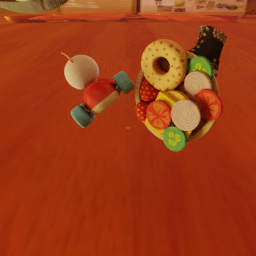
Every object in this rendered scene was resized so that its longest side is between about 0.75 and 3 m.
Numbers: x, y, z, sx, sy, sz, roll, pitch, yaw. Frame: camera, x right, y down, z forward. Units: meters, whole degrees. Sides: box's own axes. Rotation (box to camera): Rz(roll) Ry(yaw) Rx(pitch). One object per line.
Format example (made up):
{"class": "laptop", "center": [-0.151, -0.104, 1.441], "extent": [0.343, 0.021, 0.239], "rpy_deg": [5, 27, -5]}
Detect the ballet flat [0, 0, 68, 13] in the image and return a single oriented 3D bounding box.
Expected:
{"class": "ballet flat", "center": [-2.622, -2.975, 5.862], "extent": [2.870, 0.967, 0.914], "rpy_deg": [5, 11, 8]}

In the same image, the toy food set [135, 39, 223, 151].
{"class": "toy food set", "center": [0.649, -0.432, 4.018], "extent": [1.412, 1.426, 0.347], "rpy_deg": [40, 34, 24]}

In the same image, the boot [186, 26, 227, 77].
{"class": "boot", "center": [1.938, -2.272, 7.968], "extent": [1.682, 1.266, 0.615], "rpy_deg": [20, 0, -2]}

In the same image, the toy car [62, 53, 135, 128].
{"class": "toy car", "center": [-0.645, -0.790, 4.572], "extent": [1.050, 1.139, 1.007], "rpy_deg": [-38, 8, 4]}
